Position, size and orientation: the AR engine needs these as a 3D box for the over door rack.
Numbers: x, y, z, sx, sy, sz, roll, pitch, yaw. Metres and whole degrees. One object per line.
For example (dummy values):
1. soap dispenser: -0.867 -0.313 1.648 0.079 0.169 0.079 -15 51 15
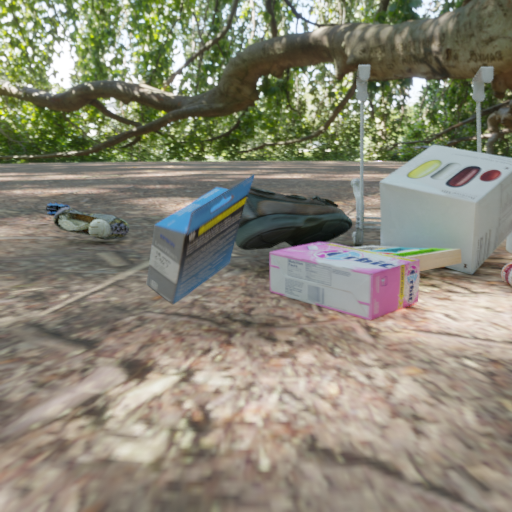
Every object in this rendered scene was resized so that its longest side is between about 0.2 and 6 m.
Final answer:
1. over door rack: 3.056 -1.818 10.553 2.420 3.276 1.091 1 5 4

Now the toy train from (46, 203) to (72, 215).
1. toy train: -5.206 -1.235 14.834 0.736 0.319 0.421 6 7 25

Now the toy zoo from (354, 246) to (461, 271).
1. toy zoo: 1.726 0.038 8.453 1.442 0.225 2.197 -7 6 -31

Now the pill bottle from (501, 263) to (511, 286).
1. pill bottle: 3.568 0.295 7.561 0.312 0.312 0.547 0 12 2

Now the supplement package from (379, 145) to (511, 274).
1. supplement package: 3.127 -0.824 9.018 1.626 1.250 1.700 20 42 39

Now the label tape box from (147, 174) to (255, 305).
1. label tape box: -0.597 -0.260 5.817 0.426 1.346 0.971 36 46 18

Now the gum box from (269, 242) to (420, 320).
1. gum box: 1.042 0.252 7.099 0.981 0.571 1.728 -12 17 -42

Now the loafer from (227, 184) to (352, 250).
1. loafer: 0.649 -0.739 9.449 1.114 0.975 3.100 -31 -15 31

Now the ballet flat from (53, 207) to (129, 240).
1. ballet flat: -3.232 -0.570 10.831 1.493 0.537 0.537 12 13 6

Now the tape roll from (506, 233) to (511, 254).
1. tape roll: 5.408 -0.352 9.799 1.877 0.657 1.877 0 11 0
